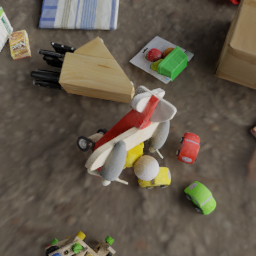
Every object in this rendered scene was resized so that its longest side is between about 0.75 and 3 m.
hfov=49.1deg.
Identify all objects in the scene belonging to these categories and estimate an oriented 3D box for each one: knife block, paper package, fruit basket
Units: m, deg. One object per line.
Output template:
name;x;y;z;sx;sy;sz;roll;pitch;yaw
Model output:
knife block;-1.498;-1.437;8.533;2.514;0.916;2.864;-34;78;-2
paper package;4.601;-2.580;8.748;2.949;1.526;2.811;21;67;9
fruit basket;1.092;-2.241;9.171;1.565;0.734;1.450;33;70;29

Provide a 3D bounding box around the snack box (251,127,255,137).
snack box;4.374;-0.112;8.446;1.373;0.167;0.493;-33;71;-13

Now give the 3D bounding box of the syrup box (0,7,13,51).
syrup box;-4.949;-2.601;8.979;1.129;1.091;2.772;15;68;6

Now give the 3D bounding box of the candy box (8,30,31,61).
candy box;-3.685;-2.822;9.525;0.576;0.276;0.998;-15;68;-4

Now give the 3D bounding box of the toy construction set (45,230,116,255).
toy construction set;-0.985;2.873;6.431;1.373;1.787;1.490;-40;81;-20

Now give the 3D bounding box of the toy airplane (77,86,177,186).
toy airplane;0.205;0.336;6.895;2.760;2.748;1.948;-33;82;-12

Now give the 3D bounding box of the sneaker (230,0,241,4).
sneaker;3.820;-5.096;10.145;2.531;0.974;1.075;23;74;10

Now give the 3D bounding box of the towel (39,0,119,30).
towel;-1.711;-4.402;10.177;2.811;0.335;2.065;1;69;2

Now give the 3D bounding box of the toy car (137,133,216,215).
toy car;1.623;1.391;7.535;2.203;0.491;2.073;-37;79;-13
